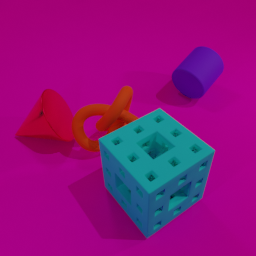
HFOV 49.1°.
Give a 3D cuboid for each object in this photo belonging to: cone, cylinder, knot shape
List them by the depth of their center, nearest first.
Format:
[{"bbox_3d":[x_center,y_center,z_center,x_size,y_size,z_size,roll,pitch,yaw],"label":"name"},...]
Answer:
[{"bbox_3d":[-0.467,-0.109,6.201,1.564,1.671,0.772,-25,60,-8],"label":"knot shape"},{"bbox_3d":[-2.166,-0.065,6.672,1.325,1.320,1.320,-22,41,15],"label":"cone"},{"bbox_3d":[1.933,-1.534,7.792,1.051,1.051,1.051,31,68,29],"label":"cylinder"}]

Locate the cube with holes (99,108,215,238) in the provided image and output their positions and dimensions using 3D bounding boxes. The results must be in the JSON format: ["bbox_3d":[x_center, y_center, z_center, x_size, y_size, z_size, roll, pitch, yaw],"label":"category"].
[{"bbox_3d":[0.474,0.783,5.165,1.393,1.393,1.393,-27,48,-24],"label":"cube with holes"}]
